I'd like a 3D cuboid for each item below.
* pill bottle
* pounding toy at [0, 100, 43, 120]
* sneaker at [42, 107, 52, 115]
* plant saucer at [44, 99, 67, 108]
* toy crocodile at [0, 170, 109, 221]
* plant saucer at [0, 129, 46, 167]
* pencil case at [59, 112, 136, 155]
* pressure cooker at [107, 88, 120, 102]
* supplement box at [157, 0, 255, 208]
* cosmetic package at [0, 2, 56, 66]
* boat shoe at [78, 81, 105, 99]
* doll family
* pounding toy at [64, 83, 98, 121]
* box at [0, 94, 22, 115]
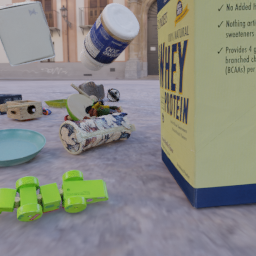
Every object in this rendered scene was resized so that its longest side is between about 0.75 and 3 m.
[{"bbox_3d":[-0.818,-3.226,10.457,1.415,1.415,2.550,-9,-16,-36],"label":"pill bottle"},{"bbox_3d":[-3.546,-0.534,9.239,1.207,0.629,1.374,9,15,37],"label":"pounding toy"},{"bbox_3d":[-3.200,-0.638,10.775,0.296,0.284,0.754,-2,18,-46],"label":"sneaker"},{"bbox_3d":[-3.047,-1.127,12.978,1.192,0.285,1.191,8,14,36],"label":"plant saucer"},{"bbox_3d":[-0.894,0.823,3.328,1.348,0.416,0.455,-4,53,-23],"label":"toy crocodile"},{"bbox_3d":[-2.258,0.381,5.307,1.371,0.247,1.371,3,22,-1],"label":"plant saucer"},{"bbox_3d":[-0.649,0.076,6.096,0.795,0.692,1.778,-16,-1,39],"label":"pencil case"},{"bbox_3d":[-0.787,-1.794,15.139,0.709,0.721,0.807,3,11,-3],"label":"pressure cooker"},{"bbox_3d":[2.018,-0.697,4.094,2.879,2.876,1.933,-4,12,-5],"label":"supplement box"},{"bbox_3d":[-1.901,-1.727,4.952,0.748,0.887,1.716,-19,28,-18],"label":"cosmetic package"},{"bbox_3d":[-2.192,-1.964,15.644,1.075,1.093,2.933,-7,1,15],"label":"boat shoe"},{"bbox_3d":[-0.711,-0.274,7.425,0.991,0.673,1.714,2,-30,-8],"label":"doll family"},{"bbox_3d":[-1.553,-0.539,8.915,1.164,0.700,1.508,27,38,-27],"label":"pounding toy"},{"bbox_3d":[-5.034,-0.969,11.164,0.994,0.701,1.344,4,12,20],"label":"box"}]
